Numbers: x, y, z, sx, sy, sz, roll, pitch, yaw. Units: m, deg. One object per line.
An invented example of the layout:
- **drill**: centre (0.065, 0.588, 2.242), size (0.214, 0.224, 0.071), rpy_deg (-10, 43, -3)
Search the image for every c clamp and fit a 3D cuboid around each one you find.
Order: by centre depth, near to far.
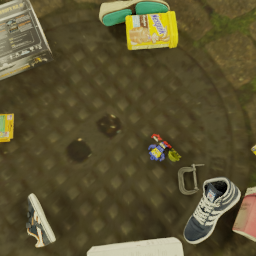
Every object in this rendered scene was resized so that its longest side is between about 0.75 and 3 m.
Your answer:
- **c clamp**: centre (1.905, 1.526, 8.394), size (0.801, 0.127, 0.938), rpy_deg (3, 73, 1)

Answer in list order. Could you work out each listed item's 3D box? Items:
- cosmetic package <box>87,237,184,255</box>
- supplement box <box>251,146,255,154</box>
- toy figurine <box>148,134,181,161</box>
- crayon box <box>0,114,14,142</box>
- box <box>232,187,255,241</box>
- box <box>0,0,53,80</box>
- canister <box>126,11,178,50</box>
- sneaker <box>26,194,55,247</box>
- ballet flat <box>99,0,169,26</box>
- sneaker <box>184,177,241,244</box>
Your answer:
- **cosmetic package**: centre (0.174, 3.442, 7.280), size (2.367, 1.203, 0.876), rpy_deg (-4, 74, -2)
- **supplement box**: centre (4.265, 0.541, 8.521), size (0.802, 0.436, 0.439), rpy_deg (-34, 76, -9)
- **toy figurine**: centre (0.995, 0.775, 8.548), size (1.091, 0.575, 0.653), rpy_deg (45, 107, 14)
- **crayon box**: centre (-4.165, 0.027, 8.727), size (1.300, 0.335, 0.817), rpy_deg (-4, 74, -1)
- **box**: centre (3.580, 2.392, 7.753), size (0.730, 0.857, 1.340), rpy_deg (25, 75, 7)
- **box**: centre (-4.294, -2.851, 9.377), size (2.915, 0.705, 2.309), rpy_deg (-23, 75, -7)
- **canister**: centre (0.781, -3.290, 9.524), size (1.644, 0.712, 1.221), rpy_deg (-5, 74, 0)
- **sneaker**: centre (-2.596, 2.601, 7.840), size (0.582, 0.575, 1.467), rpy_deg (-26, 77, -13)
- **ballet flat**: centre (0.190, -4.183, 9.781), size (2.434, 0.845, 0.845), rpy_deg (-7, 74, -2)
- **sneaker**: centre (2.088, 2.128, 7.411), size (2.009, 1.090, 0.704), rpy_deg (-46, 46, -3)
